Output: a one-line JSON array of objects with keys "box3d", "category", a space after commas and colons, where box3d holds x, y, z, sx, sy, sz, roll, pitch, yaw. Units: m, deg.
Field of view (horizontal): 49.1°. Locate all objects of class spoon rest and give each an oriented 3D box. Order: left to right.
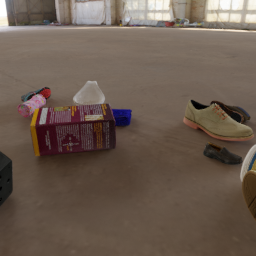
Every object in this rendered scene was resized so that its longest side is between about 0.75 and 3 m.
[{"box3d": [-1.881, -1.703, 13.962, 1.485, 0.906, 2.988, 0, 24, -3], "category": "spoon rest"}]

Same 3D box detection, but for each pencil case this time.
[{"box3d": [-4.417, -1.056, 12.858, 0.679, 0.679, 1.554, 6, 25, 12], "category": "pencil case"}]

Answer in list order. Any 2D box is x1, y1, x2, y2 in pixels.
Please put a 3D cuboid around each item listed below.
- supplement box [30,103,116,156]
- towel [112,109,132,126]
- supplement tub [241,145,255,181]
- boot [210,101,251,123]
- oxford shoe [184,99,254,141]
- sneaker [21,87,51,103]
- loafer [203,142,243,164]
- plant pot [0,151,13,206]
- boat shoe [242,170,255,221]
[{"box3d": [-1.893, 0.009, 9.949, 2.763, 1.183, 1.525, -5, 27, -10], "category": "supplement box"}, {"box3d": [-0.789, -0.548, 12.022, 1.850, 0.458, 1.366, 2, 26, 3], "category": "towel"}, {"box3d": [4.007, 1.238, 7.340, 1.695, 1.226, 1.226, 23, 33, 39], "category": "supplement tub"}, {"box3d": [4.467, -0.697, 12.290, 0.864, 0.666, 1.782, -5, 33, -34], "category": "boot"}, {"box3d": [3.412, -0.325, 10.820, 2.921, 1.078, 1.034, 22, 33, 38], "category": "oxford shoe"}, {"box3d": [-4.700, -1.722, 14.282, 0.806, 0.669, 1.687, 13, 28, 29], "category": "sneaker"}, {"box3d": [3.089, 0.823, 9.123, 1.273, 0.460, 0.464, 16, 28, 28], "category": "loafer"}, {"box3d": [-3.809, 1.334, 6.923, 1.457, 1.642, 1.638, 15, 27, 5], "category": "plant pot"}, {"box3d": [3.687, 1.989, 6.085, 0.956, 1.061, 2.942, -2, 28, -21], "category": "boat shoe"}]
